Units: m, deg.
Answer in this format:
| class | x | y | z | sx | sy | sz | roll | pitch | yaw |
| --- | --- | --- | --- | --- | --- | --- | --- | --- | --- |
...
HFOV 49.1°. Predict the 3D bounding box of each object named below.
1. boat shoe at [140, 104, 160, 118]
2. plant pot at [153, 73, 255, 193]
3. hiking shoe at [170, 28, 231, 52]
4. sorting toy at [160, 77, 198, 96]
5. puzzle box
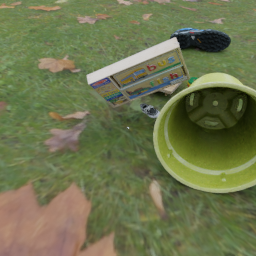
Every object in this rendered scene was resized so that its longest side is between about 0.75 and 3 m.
| class | x | y | z | sx | sy | sz | roll | pitch | yaw |
| --- | --- | --- | --- | --- | --- | --- | --- | --- | --- |
| boat shoe | 0.599 | -0.519 | 7.888 | 0.277 | 0.257 | 0.751 | -44 | 38 | -5 |
| plant pot | 2.096 | -0.198 | 6.736 | 2.578 | 2.578 | 2.370 | 10 | 28 | 12 |
| hiking shoe | 3.185 | -4.050 | 12.382 | 2.612 | 0.972 | 1.132 | 8 | 41 | 10 |
| sorting toy | 1.079 | -1.579 | 9.732 | 2.670 | 0.452 | 1.287 | 21 | 43 | 23 |
| puzzle box | 0.353 | -1.395 | 7.654 | 2.494 | 1.659 | 0.317 | -20 | 64 | 15 |
